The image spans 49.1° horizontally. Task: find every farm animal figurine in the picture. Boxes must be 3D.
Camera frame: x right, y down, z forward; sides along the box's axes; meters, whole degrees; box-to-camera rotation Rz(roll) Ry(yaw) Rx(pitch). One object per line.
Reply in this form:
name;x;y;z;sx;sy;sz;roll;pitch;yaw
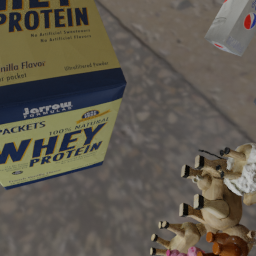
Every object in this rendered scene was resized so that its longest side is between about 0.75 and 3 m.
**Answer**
farm animal figurine;1.400;1.487;4.516;1.194;2.290;2.265;18;74;-11

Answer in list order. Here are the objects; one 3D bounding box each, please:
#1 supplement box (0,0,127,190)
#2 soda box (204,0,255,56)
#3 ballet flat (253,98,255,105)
supplement box;-1.585;-0.888;4.777;1.942;2.889;2.892;-13;66;-18
soda box;2.136;-2.228;4.981;0.552;1.740;0.594;18;18;-31
ballet flat;3.536;-0.793;5.613;0.934;2.556;0.934;-3;100;-20
